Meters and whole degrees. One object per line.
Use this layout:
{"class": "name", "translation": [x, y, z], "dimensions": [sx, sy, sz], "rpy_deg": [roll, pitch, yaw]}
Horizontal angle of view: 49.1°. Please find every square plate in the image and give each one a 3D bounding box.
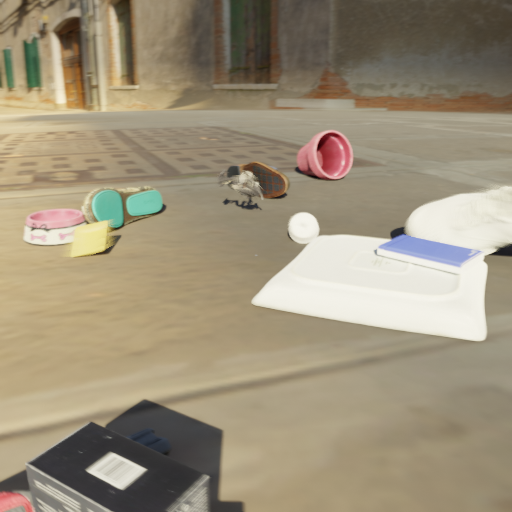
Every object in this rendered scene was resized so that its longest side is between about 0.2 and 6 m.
{"class": "square plate", "translation": [1.968, 0.272, 8.913], "dimensions": [3.194, 0.459, 3.224], "rpy_deg": [7, 20, 21]}

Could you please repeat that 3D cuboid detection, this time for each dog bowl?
{"class": "dog bowl", "translation": [-4.093, -0.612, 11.485], "dimensions": [1.315, 0.485, 1.315], "rpy_deg": [-1, 18, 0]}

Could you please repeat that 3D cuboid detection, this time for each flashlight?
{"class": "flashlight", "translation": [-1.464, 1.826, 4.196], "dimensions": [0.565, 0.567, 1.669], "rpy_deg": [20, 22, 40]}

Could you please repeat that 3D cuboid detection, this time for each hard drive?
{"class": "hard drive", "translation": [2.751, -0.046, 8.865], "dimensions": [1.368, 0.174, 0.903], "rpy_deg": [16, 24, 39]}

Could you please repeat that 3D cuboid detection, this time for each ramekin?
{"class": "ramekin", "translation": [0.938, -0.564, 11.087], "dimensions": [0.592, 0.592, 0.288], "rpy_deg": [2, -18, 7]}

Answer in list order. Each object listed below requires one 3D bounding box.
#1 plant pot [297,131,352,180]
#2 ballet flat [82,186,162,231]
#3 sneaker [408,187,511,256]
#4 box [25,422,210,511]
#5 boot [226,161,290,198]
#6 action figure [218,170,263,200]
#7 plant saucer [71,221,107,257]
{"class": "plant pot", "translation": [2.055, -3.099, 17.674], "dimensions": [1.497, 1.497, 1.340], "rpy_deg": [-11, 6, -29]}
{"class": "ballet flat", "translation": [-3.143, -1.063, 12.322], "dimensions": [1.023, 0.921, 2.716], "rpy_deg": [-1, 10, 22]}
{"class": "sneaker", "translation": [4.173, -0.723, 9.391], "dimensions": [3.371, 1.256, 1.468], "rpy_deg": [-3, -19, 33]}
{"class": "box", "translation": [-0.863, 1.764, 3.599], "dimensions": [1.070, 0.974, 0.557], "rpy_deg": [12, 22, 31]}
{"class": "boot", "translation": [0.375, -2.220, 15.546], "dimensions": [1.265, 0.975, 2.610], "rpy_deg": [-16, 22, -33]}
{"class": "action figure", "translation": [-0.302, -1.651, 12.737], "dimensions": [1.098, 0.560, 0.652], "rpy_deg": [21, 11, 2]}
{"class": "plant saucer", "translation": [-3.062, -0.279, 10.398], "dimensions": [0.674, 0.163, 0.674], "rpy_deg": [-11, 56, 12]}
